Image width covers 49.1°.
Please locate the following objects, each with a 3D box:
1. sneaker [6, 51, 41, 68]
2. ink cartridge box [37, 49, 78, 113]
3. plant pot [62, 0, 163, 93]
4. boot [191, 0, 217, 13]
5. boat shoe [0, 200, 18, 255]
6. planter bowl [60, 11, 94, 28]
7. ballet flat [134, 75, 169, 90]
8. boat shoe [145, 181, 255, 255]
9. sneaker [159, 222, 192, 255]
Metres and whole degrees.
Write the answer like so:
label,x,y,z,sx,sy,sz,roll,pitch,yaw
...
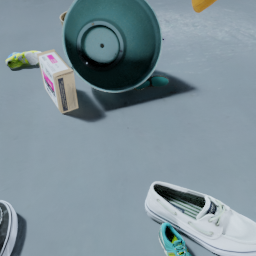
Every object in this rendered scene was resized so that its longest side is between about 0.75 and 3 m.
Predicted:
label,x,y,z,sx,sy,sz,roll,pitch,yaw
sneaker,-3.722,-2.582,10.056,1.335,0.505,0.701,-16,44,-15
ink cartridge box,-2.046,-1.374,8.155,0.573,1.257,1.526,-22,46,-22
plant pot,-0.649,-2.606,8.675,2.906,2.906,1.947,-14,14,-15
boot,1.720,-2.858,4.936,0.626,1.274,1.780,40,53,-22
boat shoe,-2.743,2.213,4.409,1.022,0.946,2.769,12,43,13
planter bowl,-1.722,-3.818,10.949,1.698,1.143,1.698,0,42,0
ballet flat,0.690,-1.492,8.973,1.171,0.397,0.441,-12,31,-9
boat shoe,1.415,1.656,5.148,2.346,0.783,0.863,13,44,14
sneaker,0.873,2.160,4.844,0.441,0.453,1.137,-20,47,-21
